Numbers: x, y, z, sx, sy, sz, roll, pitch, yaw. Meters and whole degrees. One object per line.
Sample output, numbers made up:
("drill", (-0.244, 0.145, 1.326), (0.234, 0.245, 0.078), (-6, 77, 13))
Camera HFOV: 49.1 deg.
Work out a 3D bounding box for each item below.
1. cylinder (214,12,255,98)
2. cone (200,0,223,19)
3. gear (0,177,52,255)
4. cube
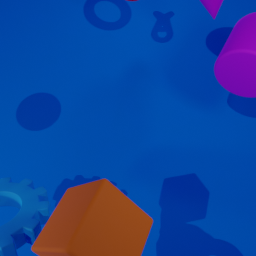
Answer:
("cylinder", (2.551, -1.467, 5.676), (1.233, 1.233, 1.233), (28, 65, 9))
("cone", (1.677, -2.810, 5.610), (1.349, 1.354, 1.349), (-12, 45, 12))
("gear", (-2.210, 1.470, 4.591), (1.804, 1.804, 0.334), (-1, 115, 0))
("cube", (-0.396, 1.242, 3.272), (0.863, 0.863, 0.863), (45, 49, -19))
